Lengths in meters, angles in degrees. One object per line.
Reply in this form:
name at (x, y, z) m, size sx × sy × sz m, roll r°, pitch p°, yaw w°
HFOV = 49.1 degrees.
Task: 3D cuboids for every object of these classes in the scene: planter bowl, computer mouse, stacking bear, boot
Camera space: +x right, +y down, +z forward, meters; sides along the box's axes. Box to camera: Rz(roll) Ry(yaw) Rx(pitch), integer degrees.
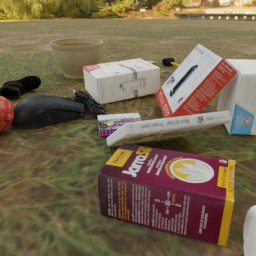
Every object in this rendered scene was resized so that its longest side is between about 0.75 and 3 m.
planter bowl at (-2.366, -3.281, 13.328) m, size 2.410 × 1.622 × 2.410 m, roll 0°, pitch 26°, yaw 0°
computer mouse at (-2.361, -0.755, 9.049) m, size 2.938 × 0.774 × 2.034 m, roll -15°, pitch 30°, yaw -29°
stacking bear at (-4.492, -0.343, 7.629) m, size 2.585 × 1.470 × 1.570 m, roll -4°, pitch 26°, yaw -19°
boot at (-4.168, -1.574, 10.918) m, size 1.576 × 0.593 × 1.178 m, roll -18°, pitch 22°, yaw -12°

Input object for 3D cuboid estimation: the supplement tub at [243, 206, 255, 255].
supplement tub at (2.488, 1.643, 3.782) m, size 1.574 × 1.038 × 1.038 m, roll 3°, pitch 26°, yaw 8°

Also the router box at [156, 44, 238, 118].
router box at (1.939, -1.341, 8.711) m, size 0.614 × 2.255 × 2.513 m, roll 35°, pitch 19°, yaw -16°

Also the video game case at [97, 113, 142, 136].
video game case at (-0.226, -0.127, 8.308) m, size 1.311 × 0.235 × 1.189 m, roll -4°, pitch 22°, yaw -8°

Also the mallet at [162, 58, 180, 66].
mallet at (2.823, -3.359, 15.014) m, size 2.101 × 0.432 × 0.692 m, roll 28°, pitch 33°, yaw 36°

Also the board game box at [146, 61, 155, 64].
board game box at (1.125, -3.677, 15.887) m, size 0.461 × 0.145 × 0.966 m, roll 21°, pitch 30°, yaw 35°

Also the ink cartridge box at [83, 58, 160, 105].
ink cartridge box at (-0.262, -1.904, 10.977) m, size 2.548 × 1.055 × 1.867 m, roll -14°, pitch 29°, yaw -20°

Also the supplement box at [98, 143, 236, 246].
supplement box at (0.707, 1.073, 5.031) m, size 2.204 × 0.944 × 1.216 m, roll 8°, pitch 26°, yaw 18°

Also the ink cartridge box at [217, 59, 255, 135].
ink cartridge box at (4.319, -0.919, 8.207) m, size 2.793 × 1.795 × 1.749 m, roll 3°, pitch 27°, yaw 2°

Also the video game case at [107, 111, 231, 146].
video game case at (0.748, 0.069, 6.454) m, size 2.183 × 0.284 × 2.399 m, roll -7°, pitch -7°, yaw -14°
